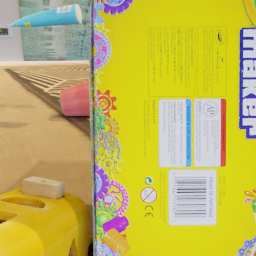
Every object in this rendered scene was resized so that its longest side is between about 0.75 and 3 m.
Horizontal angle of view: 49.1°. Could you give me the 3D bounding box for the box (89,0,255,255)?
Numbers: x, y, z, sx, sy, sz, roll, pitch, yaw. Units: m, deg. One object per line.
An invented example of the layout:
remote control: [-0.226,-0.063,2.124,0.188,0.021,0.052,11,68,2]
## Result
box: [0.412,-0.054,2.899,1.372,2.248,2.166,0,3,-1]

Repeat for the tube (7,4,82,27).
tube: [-2.447,-3.262,8.322,2.107,0.531,0.816,-3,28,11]

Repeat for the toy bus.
toy bus: [-0.708,0.846,2.128,1.622,0.888,1.718,4,3,-30]

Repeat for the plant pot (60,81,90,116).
plant pot: [-1.515,-0.858,8.747,1.023,1.156,1.156,-11,16,0]
